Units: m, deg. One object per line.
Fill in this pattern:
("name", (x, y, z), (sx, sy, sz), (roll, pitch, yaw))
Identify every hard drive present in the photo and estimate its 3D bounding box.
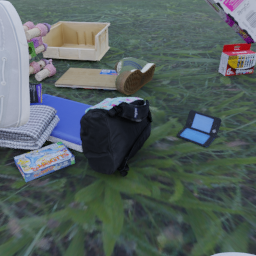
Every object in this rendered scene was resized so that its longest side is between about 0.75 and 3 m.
("hard drive", (-2.091, -0.286, 8.767), (2.992, 0.380, 1.974), (16, 35, 24))

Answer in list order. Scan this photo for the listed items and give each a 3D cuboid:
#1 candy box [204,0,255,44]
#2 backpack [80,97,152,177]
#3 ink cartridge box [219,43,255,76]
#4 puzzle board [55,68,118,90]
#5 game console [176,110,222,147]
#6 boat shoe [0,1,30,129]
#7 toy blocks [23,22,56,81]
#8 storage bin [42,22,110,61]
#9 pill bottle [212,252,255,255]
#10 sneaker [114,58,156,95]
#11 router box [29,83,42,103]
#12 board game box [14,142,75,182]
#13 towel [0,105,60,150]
("candy box", (2.928, -3.665, 8.067), (2.696, 0.822, 1.839), (45, 22, 1))
("backpack", (-0.249, -0.049, 7.194), (1.392, 1.835, 2.199), (11, 27, 25))
("ink cartridge box", (4.902, -3.054, 12.456), (1.431, 1.256, 0.600), (-8, 32, -12))
("puzzle board", (-1.494, -2.080, 11.878), (2.636, 0.229, 1.986), (5, 31, 7))
("game console", (2.064, -0.008, 8.159), (1.010, 0.862, 0.598), (21, 11, 30))
("boat shoe", (-0.976, -0.450, 2.104), (0.341, 0.948, 0.325), (21, 25, 35))
("toy blocks", (-4.312, -3.530, 12.349), (2.442, 2.282, 2.056), (9, 35, 21))
("storage bin", (-2.713, -4.663, 14.963), (2.974, 1.394, 2.953), (5, 31, 8))
("pill bottle", (1.207, 2.759, 2.770), (1.450, 1.450, 2.579), (10, 33, 15))
("sneaker", (-0.041, -2.155, 11.130), (1.334, 0.996, 2.972), (23, 30, 18))
("router box", (-4.224, -1.067, 8.705), (2.461, 0.643, 1.935), (4, 9, 36))
("board game box", (-2.109, 0.821, 7.114), (1.276, 0.220, 0.863), (-20, 37, -30))
("towel", (-2.812, -0.087, 7.633), (1.498, 0.641, 1.240), (5, 45, 16))
